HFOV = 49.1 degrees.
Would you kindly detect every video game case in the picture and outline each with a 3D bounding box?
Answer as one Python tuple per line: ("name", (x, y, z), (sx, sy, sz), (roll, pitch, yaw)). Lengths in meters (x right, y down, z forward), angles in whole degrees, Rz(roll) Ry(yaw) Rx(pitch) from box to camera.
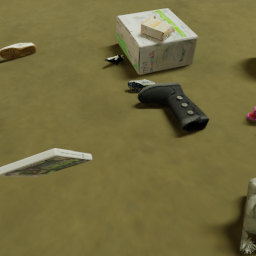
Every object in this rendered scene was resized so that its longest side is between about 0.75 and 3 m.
("video game case", (-1.119, 0.503, 3.823), (0.978, 0.889, 0.114), (-20, 74, 17))

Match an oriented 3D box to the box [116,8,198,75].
("box", (0.949, -3.242, 10.195), (2.142, 1.174, 2.428), (-15, 48, -13))

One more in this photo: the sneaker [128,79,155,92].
("sneaker", (0.458, -1.374, 9.000), (0.946, 0.365, 0.403), (8, 35, -2))

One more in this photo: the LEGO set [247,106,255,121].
("LEGO set", (4.361, -0.179, 7.407), (2.083, 0.855, 0.795), (12, 47, 12))

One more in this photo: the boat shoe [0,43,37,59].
("boat shoe", (-4.107, -2.892, 10.387), (1.336, 0.473, 0.463), (-19, 47, -30))

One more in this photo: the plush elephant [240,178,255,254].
("plush elephant", (2.842, 1.754, 5.295), (1.172, 1.247, 1.514), (8, 74, 26))

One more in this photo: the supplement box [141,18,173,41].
("supplement box", (0.935, -3.236, 9.165), (0.896, 0.329, 0.565), (30, 54, 23))

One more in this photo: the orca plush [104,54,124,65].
("orca plush", (-0.423, -2.399, 9.986), (0.824, 0.434, 0.293), (-21, 85, -50))

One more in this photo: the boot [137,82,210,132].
("boot", (1.255, -0.554, 8.037), (1.461, 0.582, 1.773), (-16, 52, -13))
